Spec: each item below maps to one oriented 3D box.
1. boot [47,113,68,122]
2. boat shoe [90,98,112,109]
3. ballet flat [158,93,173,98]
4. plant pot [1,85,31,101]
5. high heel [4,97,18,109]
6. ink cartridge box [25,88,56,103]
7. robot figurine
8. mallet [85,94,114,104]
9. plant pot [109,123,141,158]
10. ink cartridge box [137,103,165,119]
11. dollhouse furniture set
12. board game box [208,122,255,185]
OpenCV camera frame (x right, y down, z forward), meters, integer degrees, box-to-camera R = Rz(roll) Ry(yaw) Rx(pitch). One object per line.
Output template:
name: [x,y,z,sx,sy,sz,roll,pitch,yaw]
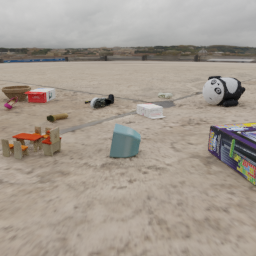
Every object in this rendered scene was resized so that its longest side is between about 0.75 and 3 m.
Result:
boot: [-2.672,-0.441,10.859,0.778,0.257,0.682,-12,16,-38]
boat shoe: [-1.233,-1.185,13.024,0.400,0.485,1.414,9,17,25]
ballet flat: [2.017,-1.733,15.293,0.905,0.325,0.325,10,19,39]
plant pot: [-5.842,-1.813,14.748,1.463,0.675,1.463,0,16,0]
high heel: [-5.310,-1.174,12.727,0.360,0.514,1.068,33,7,-18]
ink cartridge box: [-4.523,-1.676,14.497,0.947,0.548,1.630,3,17,9]
robot figurine: [4.662,-1.816,13.635,2.088,1.303,1.569,-7,18,-22]
mallet: [-1.387,-1.316,13.850,1.482,0.305,0.488,-13,49,-4]
plant pot: [-0.054,0.377,7.480,0.753,0.737,0.739,11,17,-1]
ink cartridge box: [0.958,-0.708,11.539,0.697,0.404,1.197,-10,19,-29]
dollhouse furniture set: [-2.528,0.280,7.707,1.363,0.710,1.378,7,18,21]
board game box: [3.829,0.518,6.751,2.914,0.826,2.409,-3,15,-11]
